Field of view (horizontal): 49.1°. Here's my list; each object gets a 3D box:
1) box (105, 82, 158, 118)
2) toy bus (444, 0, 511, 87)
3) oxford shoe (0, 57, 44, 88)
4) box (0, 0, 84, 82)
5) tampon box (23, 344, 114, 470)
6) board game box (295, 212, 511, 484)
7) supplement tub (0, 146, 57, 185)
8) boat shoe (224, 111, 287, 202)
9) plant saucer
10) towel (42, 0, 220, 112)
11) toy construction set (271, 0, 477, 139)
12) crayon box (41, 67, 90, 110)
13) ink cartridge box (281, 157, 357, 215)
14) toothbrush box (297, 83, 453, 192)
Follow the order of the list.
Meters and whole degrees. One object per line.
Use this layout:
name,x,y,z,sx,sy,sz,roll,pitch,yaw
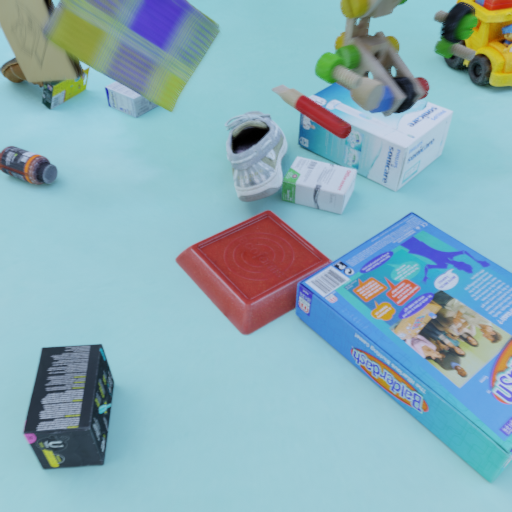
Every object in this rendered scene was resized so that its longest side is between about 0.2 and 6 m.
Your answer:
box,-2.638,-3.477,12.115,0.903,0.474,0.830,28,50,26
toy bus,5.534,-5.216,12.789,1.513,2.140,2.229,-13,46,-16
oxford shoe,-4.876,-4.026,12.227,0.886,0.885,2.484,-43,28,-26
box,-3.366,-3.353,8.481,1.698,1.388,0.181,15,44,44
tampon box,-2.070,1.686,6.308,0.700,0.831,1.108,-3,43,-3
board game box,2.440,0.899,7.239,2.398,0.709,3.153,-29,50,-27
supplement tub,-4.079,-1.597,10.059,1.016,0.543,0.543,20,47,19
boat shoe,-0.064,-2.006,9.943,1.054,0.917,2.860,-14,34,13
plant saucer,0.049,0.075,8.407,1.919,0.352,1.916,-26,49,-26
towel,-1.708,-3.190,7.921,2.197,1.578,0.250,26,15,-37
toy construction set,1.163,-2.799,6.790,2.559,2.134,1.966,-44,61,-11
crayon box,-4.141,-3.727,12.198,0.284,0.711,1.120,39,50,3
ink cartridge box,1.091,-1.224,9.700,1.110,0.467,0.810,16,46,17
toothbrush box,2.206,-2.407,10.586,2.307,0.984,1.689,31,51,29
